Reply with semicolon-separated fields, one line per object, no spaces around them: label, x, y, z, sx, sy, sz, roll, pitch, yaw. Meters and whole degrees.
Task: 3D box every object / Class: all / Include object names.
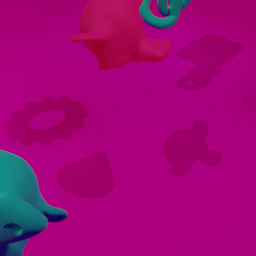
monkey head;-0.046;-1.552;4.403;1.353;1.134;1.881;12;52;29
monkey head;-1.083;0.587;2.372;1.169;1.625;0.979;-26;31;27
knot shape;0.899;-3.135;6.826;0.740;1.602;1.499;25;84;41
